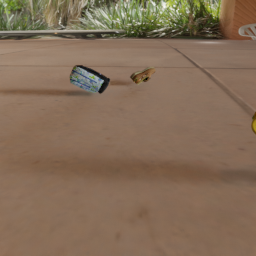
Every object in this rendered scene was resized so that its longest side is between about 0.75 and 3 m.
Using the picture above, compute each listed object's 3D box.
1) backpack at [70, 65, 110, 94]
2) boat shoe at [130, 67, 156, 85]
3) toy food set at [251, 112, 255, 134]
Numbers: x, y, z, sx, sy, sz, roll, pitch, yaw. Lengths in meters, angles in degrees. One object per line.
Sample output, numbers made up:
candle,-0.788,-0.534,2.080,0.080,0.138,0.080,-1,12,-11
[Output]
backpack,-1.526,-1.877,10.792,1.425,1.095,1.162,38,12,-14
boat shoe,0.770,-2.344,12.772,1.562,0.562,0.531,-29,76,-37
toy food set,2.627,0.251,5.003,0.952,1.617,0.528,-45,19,-21
